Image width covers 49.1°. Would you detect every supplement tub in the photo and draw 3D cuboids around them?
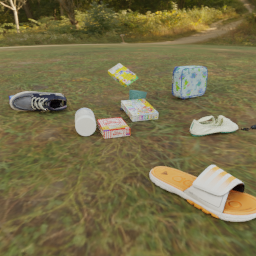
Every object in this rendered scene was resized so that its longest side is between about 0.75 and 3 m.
[{"bbox_3d":[-1.689,-0.257,11.049,0.805,0.805,1.220,-4,23,-10],"label":"supplement tub"}]

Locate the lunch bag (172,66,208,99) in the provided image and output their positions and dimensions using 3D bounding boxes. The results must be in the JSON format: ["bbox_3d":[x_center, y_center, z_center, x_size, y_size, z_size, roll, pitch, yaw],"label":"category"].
[{"bbox_3d":[3.427,-2.560,15.642,2.194,1.764,0.905,-13,21,-34],"label":"lunch bag"}]

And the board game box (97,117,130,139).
[{"bbox_3d":[-0.594,-0.021,11.099,1.038,0.317,1.370,-7,22,-16],"label":"board game box"}]

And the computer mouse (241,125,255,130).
[{"bbox_3d":[4.992,-0.035,11.378,0.885,0.151,0.259,-8,24,-18],"label":"computer mouse"}]

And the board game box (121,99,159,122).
[{"bbox_3d":[0.506,-0.861,13.002,1.214,0.309,1.805,-7,28,-17],"label":"board game box"}]

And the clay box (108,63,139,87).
[{"bbox_3d":[-0.184,-2.060,11.096,0.652,0.270,1.136,-38,64,-22],"label":"clay box"}]

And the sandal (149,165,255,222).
[{"bbox_3d":[1.779,1.325,6.951,2.982,0.855,1.143,17,27,36],"label":"sandal"}]

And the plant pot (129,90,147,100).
[{"bbox_3d":[0.472,-1.523,14.204,0.906,0.727,0.906,7,6,-1],"label":"plant pot"}]

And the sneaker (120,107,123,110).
[{"bbox_3d":[-0.135,-1.116,13.866,0.275,0.322,0.785,17,31,30],"label":"sneaker"}]

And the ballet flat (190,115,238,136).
[{"bbox_3d":[3.416,-0.142,10.908,2.133,0.740,0.740,-6,22,-17],"label":"ballet flat"}]

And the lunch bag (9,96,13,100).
[{"bbox_3d":[-5.534,-1.273,14.268,0.758,0.473,1.006,-13,37,-31],"label":"lunch bag"}]

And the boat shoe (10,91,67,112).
[{"bbox_3d":[-4.145,-1.231,13.206,2.636,0.984,1.222,-8,15,-22],"label":"boat shoe"}]
